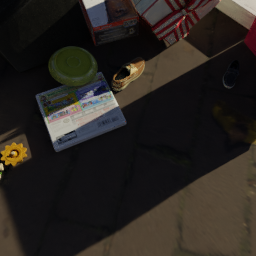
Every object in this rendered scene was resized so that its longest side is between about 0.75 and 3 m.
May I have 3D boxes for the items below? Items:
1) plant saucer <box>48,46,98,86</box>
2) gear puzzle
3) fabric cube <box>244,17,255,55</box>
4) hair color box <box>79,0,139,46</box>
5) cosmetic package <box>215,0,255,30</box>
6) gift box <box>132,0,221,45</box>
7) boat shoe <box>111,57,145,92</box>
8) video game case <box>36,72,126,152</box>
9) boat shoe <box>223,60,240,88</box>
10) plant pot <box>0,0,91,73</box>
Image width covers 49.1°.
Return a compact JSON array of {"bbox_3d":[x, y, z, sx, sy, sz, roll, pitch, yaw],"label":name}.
[{"bbox_3d":[-1.592,-1.871,8.172,1.427,0.222,1.427,5,64,-10],"label":"plant saucer"},{"bbox_3d":[-3.881,0.979,7.147,2.611,0.342,1.352,-21,63,-13],"label":"gear puzzle"},{"bbox_3d":[5.512,-2.969,7.622,2.813,2.804,2.760,-27,67,-10],"label":"fabric cube"},{"bbox_3d":[-0.793,-4.163,9.329,1.513,0.872,2.727,-18,66,-9],"label":"hair color box"},{"bbox_3d":[4.008,-4.695,9.689,1.964,0.673,2.605,-38,70,-19],"label":"cosmetic package"},{"bbox_3d":[1.375,-4.049,8.340,2.258,2.447,2.285,-41,61,25],"label":"gift box"},{"bbox_3d":[0.025,-1.655,8.299,0.512,0.500,1.353,34,69,15],"label":"boat shoe"},{"bbox_3d":[-1.345,-0.518,7.898,2.053,0.226,1.869,-22,66,-10],"label":"video game case"},{"bbox_3d":[3.114,-1.633,8.398,0.378,0.315,1.012,22,67,9],"label":"boat shoe"},{"bbox_3d":[-3.160,-3.357,7.993,2.835,2.842,2.521,39,78,17],"label":"plant pot"}]
